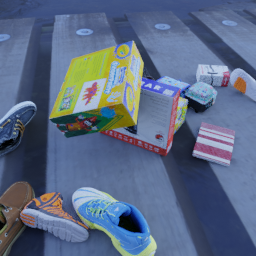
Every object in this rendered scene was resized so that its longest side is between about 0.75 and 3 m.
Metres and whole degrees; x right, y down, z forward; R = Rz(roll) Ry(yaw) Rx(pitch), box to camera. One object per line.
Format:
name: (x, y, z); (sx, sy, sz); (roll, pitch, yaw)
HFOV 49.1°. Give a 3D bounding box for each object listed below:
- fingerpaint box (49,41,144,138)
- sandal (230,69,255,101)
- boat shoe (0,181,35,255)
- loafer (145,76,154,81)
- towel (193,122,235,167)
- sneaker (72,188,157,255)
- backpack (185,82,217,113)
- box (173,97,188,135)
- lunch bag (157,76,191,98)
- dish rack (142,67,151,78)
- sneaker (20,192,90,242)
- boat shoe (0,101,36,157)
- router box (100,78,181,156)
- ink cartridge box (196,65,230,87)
fingerpaint box: (-0.788, -1.134, 8.151); (2.199, 0.967, 2.636); (-11, 47, 21)
sandal: (5.621, -1.856, 12.959); (2.112, 0.809, 0.605); (49, 27, 19)
boat shoe: (-3.436, 2.541, 7.722); (1.070, 1.012, 2.976); (2, 40, 6)
loafer: (0.592, -1.656, 12.503); (0.787, 0.765, 2.155); (46, 58, -4)
towel: (3.265, 0.581, 10.573); (1.346, 0.212, 1.868); (16, 46, 14)
sneaker: (-0.435, 2.258, 7.632); (2.990, 1.570, 1.132); (29, 49, 28)
backpack: (3.230, -1.421, 12.290); (1.186, 1.006, 1.336); (33, 46, 31)
box: (1.770, -0.508, 11.104); (0.700, 1.106, 1.148); (24, 46, 25)
lunch bag: (1.931, -1.781, 12.680); (1.400, 0.875, 1.860); (24, 48, 26)
dish rack: (0.488, -2.477, 13.855); (1.293, 0.460, 1.685); (-7, 40, -10)
sneaker: (-1.924, 2.440, 8.051); (2.006, 0.778, 1.124); (21, 29, 3)
boat shoe: (-4.306, 0.058, 10.688); (1.190, 0.927, 2.622); (27, 56, 27)
router box: (0.272, -0.562, 10.056); (2.861, 2.567, 0.699); (19, 43, 21)
ink cartridge box: (4.175, -2.601, 13.844); (1.443, 0.604, 1.041); (4, 42, 4)
